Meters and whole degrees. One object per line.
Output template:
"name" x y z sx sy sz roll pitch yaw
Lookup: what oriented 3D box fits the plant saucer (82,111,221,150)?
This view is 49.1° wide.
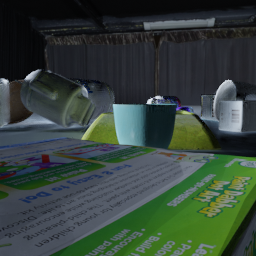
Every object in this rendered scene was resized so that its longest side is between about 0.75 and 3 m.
"plant saucer" 0.464 -0.052 6.175 2.591 0.620 2.587 0 6 5

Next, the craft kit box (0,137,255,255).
"craft kit box" -0.425 0.467 1.673 2.211 0.543 2.239 1 5 34

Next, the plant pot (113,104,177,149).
"plant pot" 0.270 0.021 4.481 1.011 0.812 1.011 0 5 0

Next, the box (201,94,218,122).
"box" 3.883 -0.834 11.510 0.675 1.130 2.745 -1 6 -10

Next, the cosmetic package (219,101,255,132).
"cosmetic package" 3.257 -0.348 7.931 1.030 0.862 0.857 -2 5 -25

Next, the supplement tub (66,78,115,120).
"supplement tub" -2.058 -1.169 11.655 1.776 1.776 2.692 4 8 38

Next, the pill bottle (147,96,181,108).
"pill bottle" 2.044 -1.269 15.980 1.134 1.134 2.085 5 9 43

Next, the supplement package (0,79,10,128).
"supplement package" -5.000 -0.798 8.843 2.077 1.528 1.987 -1 8 -13

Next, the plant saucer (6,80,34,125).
"plant saucer" -4.182 -0.915 10.544 1.971 1.971 0.361 1 -29 10

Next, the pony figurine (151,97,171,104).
"pony figurine" 1.182 -0.667 10.807 0.807 0.935 0.969 4 0 -14

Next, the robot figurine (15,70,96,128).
"robot figurine" -2.294 -0.939 8.865 2.535 1.432 2.150 25 -9 11

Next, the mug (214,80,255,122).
"mug" 4.010 -0.773 9.071 1.699 1.431 1.938 9 -6 -10

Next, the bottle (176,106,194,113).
"bottle" 2.660 -0.743 13.451 0.722 0.564 1.728 1 5 24
